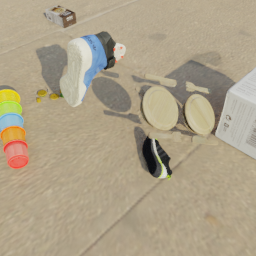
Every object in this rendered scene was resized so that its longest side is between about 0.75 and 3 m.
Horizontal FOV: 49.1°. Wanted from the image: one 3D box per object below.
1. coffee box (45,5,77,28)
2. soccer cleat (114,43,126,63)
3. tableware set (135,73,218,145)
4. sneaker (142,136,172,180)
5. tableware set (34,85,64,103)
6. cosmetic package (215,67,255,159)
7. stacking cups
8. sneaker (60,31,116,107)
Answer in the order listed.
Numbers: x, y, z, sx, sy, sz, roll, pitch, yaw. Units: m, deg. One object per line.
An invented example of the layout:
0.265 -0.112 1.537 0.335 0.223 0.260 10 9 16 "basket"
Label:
-3.175 -5.311 13.307 1.346 0.537 0.761 33 54 28 "coffee box"
-1.109 -2.752 10.683 2.231 0.773 0.865 -30 50 -23 "soccer cleat"
1.263 -0.394 7.221 2.474 0.496 1.635 6 74 -34 "tableware set"
0.807 0.785 7.490 0.618 0.535 1.492 15 41 -23 "sneaker"
-2.615 -1.109 9.487 1.017 0.156 0.685 -21 52 -21 "tableware set"
3.833 -0.478 7.738 1.724 1.722 2.089 34 54 30 "cosmetic package"
-3.292 0.025 8.046 0.802 0.802 2.650 -17 53 -16 "stacking cups"
-0.966 -1.482 7.188 1.276 2.295 0.881 -32 72 -32 "sneaker"
